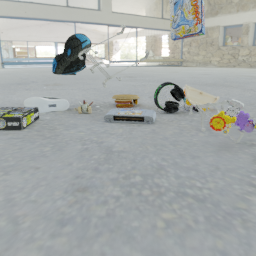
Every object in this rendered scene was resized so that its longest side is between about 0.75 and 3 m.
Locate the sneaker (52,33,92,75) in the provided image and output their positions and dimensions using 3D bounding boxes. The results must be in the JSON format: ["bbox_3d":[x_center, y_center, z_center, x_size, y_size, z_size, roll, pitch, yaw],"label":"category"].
[{"bbox_3d":[-2.307,-3.217,12.495,1.223,1.093,2.987,6,-15,-36],"label":"sneaker"}]

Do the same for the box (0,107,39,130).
[{"bbox_3d":[-4.624,-0.382,10.260,2.205,0.488,1.766,0,16,1],"label":"box"}]

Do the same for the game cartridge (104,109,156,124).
[{"bbox_3d":[0.119,-0.487,10.944,1.892,0.393,1.260,2,20,9],"label":"game cartridge"}]

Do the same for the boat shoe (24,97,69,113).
[{"bbox_3d":[-3.640,-1.089,12.477,1.944,0.697,0.659,-5,16,-27],"label":"boat shoe"}]

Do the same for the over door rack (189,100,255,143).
[{"bbox_3d":[3.354,-0.177,9.298,1.687,0.761,2.284,-10,32,-27],"label":"over door rack"}]

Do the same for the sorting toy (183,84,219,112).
[{"bbox_3d":[3.160,-1.280,13.046,1.607,0.858,1.446,21,1,-1],"label":"sorting toy"}]

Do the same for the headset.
[{"bbox_3d":[2.073,-1.155,11.945,2.001,1.236,0.940,21,11,-26],"label":"headset"}]

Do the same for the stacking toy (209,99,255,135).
[{"bbox_3d":[3.701,0.083,7.835,2.546,0.598,1.919,29,28,19],"label":"stacking toy"}]

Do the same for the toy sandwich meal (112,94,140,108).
[{"bbox_3d":[-0.106,-1.341,13.811,1.537,0.527,1.537,0,12,0],"label":"toy sandwich meal"}]

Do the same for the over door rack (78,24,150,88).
[{"bbox_3d":[-0.523,-2.702,10.738,2.230,1.647,0.743,-37,-12,-16],"label":"over door rack"}]

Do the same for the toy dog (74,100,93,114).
[{"bbox_3d":[-1.902,-1.010,12.332,0.815,0.595,1.236,-7,17,-23],"label":"toy dog"}]

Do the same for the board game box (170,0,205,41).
[{"bbox_3d":[1.656,-3.261,7.861,0.954,1.409,0.243,-2,2,33],"label":"board game box"}]
